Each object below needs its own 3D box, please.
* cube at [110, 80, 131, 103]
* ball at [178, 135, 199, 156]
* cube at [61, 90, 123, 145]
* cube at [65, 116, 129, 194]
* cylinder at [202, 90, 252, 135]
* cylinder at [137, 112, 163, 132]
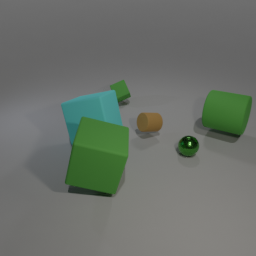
[{"bbox_3d":[-0.338,-1.661,12.722,0.700,0.700,0.700,-24,-9,1],"label":"cube"},{"bbox_3d":[2.027,0.599,9.381,0.700,0.700,0.700,0,30,0],"label":"ball"},{"bbox_3d":[-1.135,-0.373,9.300,1.400,1.400,1.400,-8,13,19],"label":"cube"},{"bbox_3d":[-0.824,0.736,7.740,1.400,1.400,1.400,14,30,-7],"label":"cube"},{"bbox_3d":[3.574,-0.578,10.124,1.400,1.400,1.400,15,33,29],"label":"cylinder"},{"bbox_3d":[0.793,-0.215,10.271,0.700,0.700,0.700,-1,26,-36],"label":"cylinder"}]
